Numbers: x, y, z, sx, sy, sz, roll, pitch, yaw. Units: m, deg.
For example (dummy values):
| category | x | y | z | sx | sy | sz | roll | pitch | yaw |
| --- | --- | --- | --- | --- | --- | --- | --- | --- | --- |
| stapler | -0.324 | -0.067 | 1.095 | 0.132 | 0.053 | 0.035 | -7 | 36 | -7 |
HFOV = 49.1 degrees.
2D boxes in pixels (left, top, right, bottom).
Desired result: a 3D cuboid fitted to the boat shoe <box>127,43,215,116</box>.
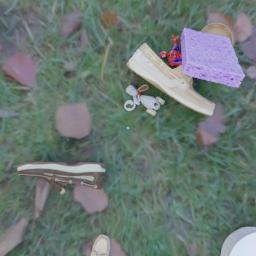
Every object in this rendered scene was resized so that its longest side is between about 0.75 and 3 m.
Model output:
| category | x | y | z | sx | sy | sz | roll | pitch | yaw |
| --- | --- | --- | --- | --- | --- | --- | --- | --- | --- |
| boat shoe | 1.329 | -1.382 | 7.810 | 2.811 | 1.036 | 0.972 | 33 | 103 | 3 |

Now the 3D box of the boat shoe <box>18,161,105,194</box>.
| category | x | y | z | sx | sy | sz | roll | pitch | yaw |
| --- | --- | --- | --- | --- | --- | --- | --- | --- | --- |
| boat shoe | -1.839 | 1.379 | 7.717 | 2.403 | 0.887 | 0.889 | 1 | 80 | 0 |

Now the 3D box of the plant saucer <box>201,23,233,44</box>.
| category | x | y | z | sx | sy | sz | roll | pitch | yaw |
| --- | --- | --- | --- | --- | --- | --- | --- | --- | --- |
| plant saucer | 2.571 | -2.584 | 8.302 | 0.991 | 0.175 | 0.991 | 1 | 97 | 10 |

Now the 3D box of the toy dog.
| category | x | y | z | sx | sy | sz | roll | pitch | yaw |
| --- | --- | --- | --- | --- | --- | --- | --- | --- | --- |
| toy dog | 0.480 | -0.826 | 8.066 | 1.190 | 0.573 | 0.785 | 12 | 86 | 1 |

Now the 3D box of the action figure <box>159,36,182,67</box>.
| category | x | y | z | sx | sy | sz | roll | pitch | yaw |
| --- | --- | --- | --- | --- | --- | --- | --- | --- | --- |
| action figure | 1.863 | -2.068 | 7.914 | 1.987 | 0.983 | 0.648 | 7 | 85 | 11 |

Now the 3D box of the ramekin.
| category | x | y | z | sx | sy | sz | roll | pitch | yaw |
| --- | --- | --- | --- | --- | --- | --- | --- | --- | --- |
| ramekin | 3.487 | 3.650 | 7.588 | 1.913 | 0.933 | 1.913 | 0 | 86 | 0 |

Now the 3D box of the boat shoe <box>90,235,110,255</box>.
| category | x | y | z | sx | sy | sz | roll | pitch | yaw |
| --- | --- | --- | --- | --- | --- | --- | --- | --- | --- |
| boat shoe | -0.844 | 3.706 | 7.816 | 0.499 | 0.469 | 1.354 | 15 | 86 | 1 |

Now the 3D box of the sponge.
| category | x | y | z | sx | sy | sz | roll | pitch | yaw |
| --- | --- | --- | --- | --- | --- | --- | --- | --- | --- |
| sponge | 2.083 | -1.918 | 7.251 | 1.368 | 2.452 | 0.366 | 13 | 129 | -1 |
